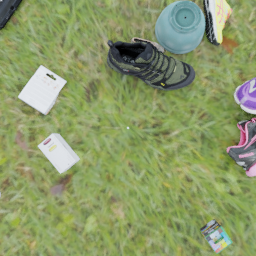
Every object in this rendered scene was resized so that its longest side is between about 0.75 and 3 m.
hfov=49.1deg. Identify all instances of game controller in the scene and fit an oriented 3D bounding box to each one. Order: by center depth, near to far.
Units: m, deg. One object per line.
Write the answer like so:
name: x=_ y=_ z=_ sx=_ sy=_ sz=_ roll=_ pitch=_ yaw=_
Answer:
game controller: x=-3.785 y=-3.989 z=8.526 sx=1.068 sy=0.431 sz=2.047 roll=32 pitch=87 yaw=16

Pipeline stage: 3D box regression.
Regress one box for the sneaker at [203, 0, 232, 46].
sneaker: x=2.730 y=-3.315 z=8.307 sx=0.781 sy=0.676 sz=1.729 roll=-3 pitch=87 yaw=-3

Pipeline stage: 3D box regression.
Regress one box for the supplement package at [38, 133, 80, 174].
supplement package: x=-1.957 y=0.713 z=8.030 sx=0.557 sy=0.783 sz=1.005 roll=-41 pitch=88 yaw=-2

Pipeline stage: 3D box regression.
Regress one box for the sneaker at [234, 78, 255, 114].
sneaker: x=4.294 y=-1.398 z=7.847 sx=2.815 sy=1.174 sz=1.135 roll=-26 pitch=63 yaw=-5

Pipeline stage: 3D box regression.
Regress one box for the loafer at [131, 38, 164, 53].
loafer: x=0.592 y=-2.460 z=8.425 sx=1.036 sy=0.326 sz=0.372 roll=18 pitch=87 yaw=1

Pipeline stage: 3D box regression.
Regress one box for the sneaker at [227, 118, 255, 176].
sneaker: x=3.889 y=0.014 z=8.043 sx=1.295 sy=1.073 sz=2.716 roll=37 pitch=86 yaw=13

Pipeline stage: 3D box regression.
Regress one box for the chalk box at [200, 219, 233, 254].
chalk box: x=2.081 y=2.564 z=6.581 sx=0.479 sy=0.767 sz=0.476 roll=-35 pitch=88 yaw=1

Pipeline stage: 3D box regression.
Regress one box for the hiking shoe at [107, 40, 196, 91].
hiking shoe: x=0.653 y=-1.762 z=7.880 sx=2.653 sy=1.335 sz=1.005 roll=14 pitch=87 yaw=1

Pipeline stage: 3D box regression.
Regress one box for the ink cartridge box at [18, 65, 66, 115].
ink cartridge box: x=-2.550 y=-1.135 z=8.423 sx=0.961 sy=0.297 sz=1.185 roll=32 pitch=79 yaw=2

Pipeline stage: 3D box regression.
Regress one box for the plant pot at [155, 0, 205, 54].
plant pot: x=1.582 y=-3.041 z=8.122 sx=1.493 sy=1.001 sz=1.493 roll=0 pitch=86 yaw=0
